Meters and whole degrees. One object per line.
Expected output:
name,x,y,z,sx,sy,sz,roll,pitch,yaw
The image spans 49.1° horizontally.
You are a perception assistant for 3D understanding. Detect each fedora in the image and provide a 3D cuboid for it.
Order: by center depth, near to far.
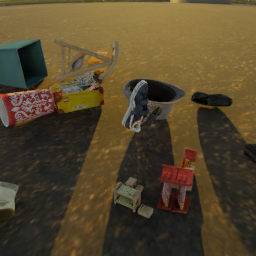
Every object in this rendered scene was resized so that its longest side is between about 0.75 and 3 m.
fedora,0.976,-1.096,11.607,2.582,1.166,2.284,17,36,16

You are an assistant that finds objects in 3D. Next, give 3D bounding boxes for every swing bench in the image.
swing bench,-1.986,-3.410,14.189,2.997,1.944,2.981,1,13,-5

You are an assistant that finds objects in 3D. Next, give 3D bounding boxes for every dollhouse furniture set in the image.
dollhouse furniture set,0.305,1.707,7.480,1.041,0.579,0.920,16,34,25
dollhouse furniture set,1.405,1.260,7.765,0.805,1.065,1.979,9,32,15

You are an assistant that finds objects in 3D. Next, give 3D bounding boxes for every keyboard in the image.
keyboard,4.390,0.948,9.194,0.936,0.152,1.473,-9,31,-15

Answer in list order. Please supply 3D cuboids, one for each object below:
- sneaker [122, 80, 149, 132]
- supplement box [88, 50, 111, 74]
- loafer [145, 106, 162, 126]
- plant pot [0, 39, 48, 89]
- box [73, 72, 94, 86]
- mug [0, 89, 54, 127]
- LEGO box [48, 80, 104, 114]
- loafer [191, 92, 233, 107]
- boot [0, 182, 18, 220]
sneaker,0.435,-0.708,9.818,0.743,1.870,0.734,35,34,24
supplement box,-1.694,-4.038,16.943,0.833,0.806,2.421,4,30,8
loafer,0.813,-0.405,9.227,0.287,0.285,0.787,31,76,25
plant pot,-6.250,-3.472,14.867,2.926,2.068,2.067,6,31,16
box,-2.013,-2.257,12.780,0.355,0.326,1.013,21,36,30
mug,-4.222,-0.999,11.429,1.917,1.279,1.701,-18,37,-34
LEGO box,-2.327,-1.502,12.643,2.118,0.817,1.577,-14,34,-22
loafer,3.687,-1.203,12.426,1.778,0.604,0.624,14,41,27
boot,-3.616,1.889,7.265,1.374,0.495,1.063,-1,31,-13
